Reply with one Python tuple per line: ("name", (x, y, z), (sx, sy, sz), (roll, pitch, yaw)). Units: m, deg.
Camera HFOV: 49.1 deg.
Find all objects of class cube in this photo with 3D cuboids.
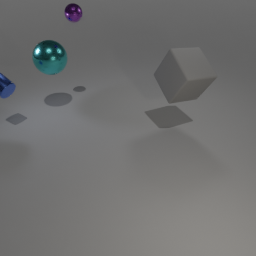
("cube", (2.041, -1.907, 10.171), (1.400, 1.400, 1.400), (-11, 65, -29))

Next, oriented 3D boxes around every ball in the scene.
("ball", (-3.195, -2.884, 11.492), (1.400, 1.400, 1.400), (0, 32, 0))
("ball", (-2.129, -4.492, 10.938), (0.700, 0.700, 0.700), (0, 32, 0))

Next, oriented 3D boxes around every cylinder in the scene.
("cylinder", (-4.663, -1.566, 10.335), (0.700, 0.700, 0.700), (39, 41, 5))
